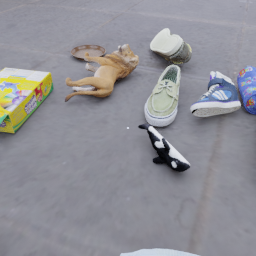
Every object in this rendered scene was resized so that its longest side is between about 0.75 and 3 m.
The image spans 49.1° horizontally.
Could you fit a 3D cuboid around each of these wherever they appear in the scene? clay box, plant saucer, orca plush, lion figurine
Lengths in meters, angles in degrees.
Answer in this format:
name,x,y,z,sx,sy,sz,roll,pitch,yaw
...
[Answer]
name,x,y,z,sx,sy,sz,roll,pitch,yaw
clay box,-3.506,-0.793,8.016,1.638,0.679,2.852,8,38,10
plant saucer,-1.589,-3.019,11.311,1.407,0.226,1.407,-1,38,0
orca plush,0.705,0.517,6.407,0.565,0.837,1.590,-44,64,2
lion figurine,-0.767,-1.667,9.102,1.770,1.047,2.890,14,53,6

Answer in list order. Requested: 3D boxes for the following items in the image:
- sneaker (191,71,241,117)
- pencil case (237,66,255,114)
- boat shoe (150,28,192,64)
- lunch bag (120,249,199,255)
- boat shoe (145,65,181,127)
name,x,y,z,sx,sy,sz,roll,pitch,yaw
sneaker,2.340,-1.015,7.927,1.665,0.671,1.219,-6,69,-22
pencil case,3.800,-1.185,8.463,0.797,0.716,1.835,-28,27,30
boat shoe,1.639,-3.182,10.985,0.869,1.039,2.908,34,15,-23
lunch bag,0.787,2.656,2.375,2.897,1.842,2.456,17,29,7
boat shoe,1.052,-1.027,8.218,0.928,0.800,2.579,9,38,11
